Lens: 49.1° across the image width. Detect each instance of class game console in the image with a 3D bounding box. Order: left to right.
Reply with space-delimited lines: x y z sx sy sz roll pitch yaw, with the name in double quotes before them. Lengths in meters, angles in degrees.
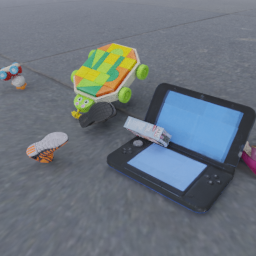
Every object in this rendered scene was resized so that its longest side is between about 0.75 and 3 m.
"game console" 1.081 0.225 6.111 2.519 1.490 2.150 22 36 33

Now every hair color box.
"hair color box" 0.461 0.080 6.667 1.033 0.512 0.313 20 81 36

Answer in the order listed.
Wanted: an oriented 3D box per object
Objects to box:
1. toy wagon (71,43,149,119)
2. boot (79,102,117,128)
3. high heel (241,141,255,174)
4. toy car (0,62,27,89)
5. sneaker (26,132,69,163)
"toy wagon" -0.769 -1.407 8.380 2.112 0.538 2.722 24 67 30
"boot" -0.613 -0.424 7.456 0.917 0.486 1.394 -17 0 -44
"high heel" 2.700 0.669 6.549 0.478 0.682 1.418 -1 7 -7
"toy car" -4.016 -1.734 9.900 0.822 0.930 0.857 -27 25 -6
"sneaker" -1.746 0.459 6.403 1.002 0.561 0.389 -21 56 6
